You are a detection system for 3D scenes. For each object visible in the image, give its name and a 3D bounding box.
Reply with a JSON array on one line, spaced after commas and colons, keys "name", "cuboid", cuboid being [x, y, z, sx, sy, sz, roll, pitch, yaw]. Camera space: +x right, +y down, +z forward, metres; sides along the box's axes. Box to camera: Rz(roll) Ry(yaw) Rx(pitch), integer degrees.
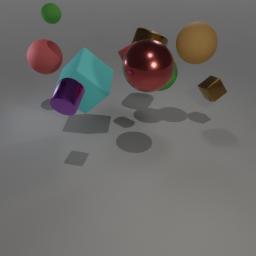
[{"name": "cube", "cuboid": [-1.538, -1.664, 9.985, 1.400, 1.400, 1.400, 35, 40, -28]}, {"name": "ball", "cuboid": [-2.726, -4.067, 9.955, 0.700, 0.700, 0.700, 0, 29, 0]}, {"name": "ball", "cuboid": [1.172, -2.106, 10.609, 1.400, 1.400, 1.400, 0, 29, 0]}, {"name": "ball", "cuboid": [-3.393, -2.910, 11.472, 1.400, 1.400, 1.400, 0, 29, 0]}, {"name": "cube", "cuboid": [3.324, -1.545, 11.074, 0.700, 0.700, 0.700, -38, 25, 0]}, {"name": "cylinder", "cuboid": [-1.534, -0.795, 7.132, 0.700, 0.700, 0.700, 8, 58, 14]}, {"name": "cylinder", "cuboid": [0.772, -3.218, 11.635, 1.400, 1.400, 1.400, 21, 10, -4]}, {"name": "ball", "cuboid": [0.546, -1.672, 7.593, 1.400, 1.400, 1.400, 0, 29, 0]}, {"name": "cylinder", "cuboid": [0.129, -2.353, 9.174, 0.700, 0.700, 0.700, -27, 15, 8]}, {"name": "ball", "cuboid": [2.345, -2.899, 9.591, 1.400, 1.400, 1.400, 0, 29, 0]}]
